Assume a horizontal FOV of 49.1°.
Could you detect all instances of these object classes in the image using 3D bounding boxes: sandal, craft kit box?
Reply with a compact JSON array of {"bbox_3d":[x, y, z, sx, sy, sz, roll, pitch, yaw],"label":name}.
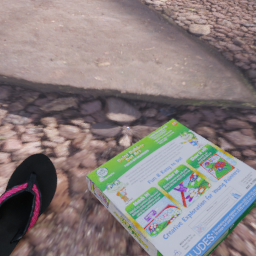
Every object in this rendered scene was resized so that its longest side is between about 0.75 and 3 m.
[{"bbox_3d":[-1.831,1.406,4.563,0.821,0.492,2.185,31,66,-10],"label":"sandal"},{"bbox_3d":[0.897,1.093,5.291,2.458,0.596,2.428,-31,51,-27],"label":"craft kit box"}]
